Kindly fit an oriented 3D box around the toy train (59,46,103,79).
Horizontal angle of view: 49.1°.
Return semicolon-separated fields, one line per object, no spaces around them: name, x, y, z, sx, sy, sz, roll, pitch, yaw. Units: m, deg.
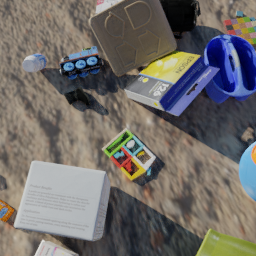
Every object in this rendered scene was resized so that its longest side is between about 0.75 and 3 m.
toy train;-1.896;-2.611;11.274;1.759;0.763;1.005;-15;60;-4

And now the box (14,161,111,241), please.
box;-1.784;2.247;8.506;2.197;2.208;1.891;8;71;4

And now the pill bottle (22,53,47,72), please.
pill bottle;-3.661;-2.531;10.952;0.645;1.150;0.645;2;111;5

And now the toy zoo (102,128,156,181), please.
toy zoo;0.125;1.022;10.082;1.219;0.190;1.859;-40;73;-15

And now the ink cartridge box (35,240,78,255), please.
ink cartridge box;-2.292;4.035;8.559;1.242;0.778;0.798;20;70;7

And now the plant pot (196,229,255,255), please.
plant pot;3.059;4.197;7.757;2.540;2.638;2.638;27;70;23

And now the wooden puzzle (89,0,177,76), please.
wooden puzzle;0.222;-3.668;10.855;2.693;0.623;2.494;-24;112;10

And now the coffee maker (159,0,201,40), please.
coffee maker;1.498;-4.597;11.268;2.290;2.199;1.542;-5;84;0

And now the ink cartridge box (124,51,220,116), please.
ink cartridge box;1.555;-1.818;10.398;2.551;0.607;2.582;-47;42;-18

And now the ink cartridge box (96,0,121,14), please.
ink cartridge box;-0.742;-5.210;12.401;1.242;0.514;0.910;4;68;2

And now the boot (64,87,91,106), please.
boot;-1.944;-1.093;10.819;0.742;0.373;0.992;-30;60;-19

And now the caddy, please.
caddy;3.933;-2.280;10.733;1.953;1.450;2.763;-6;68;-2

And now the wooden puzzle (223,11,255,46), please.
wooden puzzle;5.054;-4.145;12.157;1.468;0.174;2.475;-10;69;-4

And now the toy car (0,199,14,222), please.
toy car;-3.842;2.322;9.347;1.810;0.602;0.888;-38;73;-13

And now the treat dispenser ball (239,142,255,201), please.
treat dispenser ball;4.726;1.402;8.811;2.311;2.311;2.311;0;68;0
